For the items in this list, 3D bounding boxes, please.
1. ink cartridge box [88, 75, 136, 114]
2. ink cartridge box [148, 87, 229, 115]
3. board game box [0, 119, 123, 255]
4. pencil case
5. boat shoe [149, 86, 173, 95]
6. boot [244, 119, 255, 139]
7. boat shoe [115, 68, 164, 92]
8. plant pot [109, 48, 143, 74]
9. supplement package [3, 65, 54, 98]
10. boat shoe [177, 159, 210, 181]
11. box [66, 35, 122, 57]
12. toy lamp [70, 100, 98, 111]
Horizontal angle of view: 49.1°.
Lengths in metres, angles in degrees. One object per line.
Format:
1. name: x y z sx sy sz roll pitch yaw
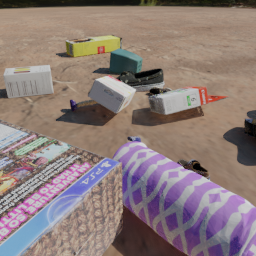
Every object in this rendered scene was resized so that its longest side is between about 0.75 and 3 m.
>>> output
1. ink cartridge box: -0.441 -1.012 8.138 0.990 0.569 1.364 30 20 4
2. ink cartridge box: 1.765 -0.918 8.304 2.082 0.524 1.135 -16 12 -13
3. board game box: -1.821 1.168 4.049 2.795 1.354 2.229 16 32 28
4. pencil case: 0.817 1.174 4.426 2.743 1.151 1.173 30 10 41
5. boat shoe: 1.153 -1.228 9.666 0.286 0.345 0.960 -23 31 -37
6. boot: 3.232 0.165 6.838 0.896 0.690 1.848 3 17 28
7. boat shoe: 0.085 -1.729 10.175 2.576 0.729 0.884 -7 29 -13
8. plant pot: -0.047 -2.831 12.183 1.244 0.879 0.879 17 32 17
9. supplement package: -3.493 -1.664 9.934 1.533 0.840 0.872 -9 29 -15
10. boat shoe: 1.375 0.819 5.847 0.299 0.299 0.826 -22 35 -35
11. box: -1.840 -4.571 15.514 2.994 0.750 1.127 -17 33 -30
12. toy lamp: -1.090 -0.841 8.867 1.447 0.421 0.421 -11 30 -20
